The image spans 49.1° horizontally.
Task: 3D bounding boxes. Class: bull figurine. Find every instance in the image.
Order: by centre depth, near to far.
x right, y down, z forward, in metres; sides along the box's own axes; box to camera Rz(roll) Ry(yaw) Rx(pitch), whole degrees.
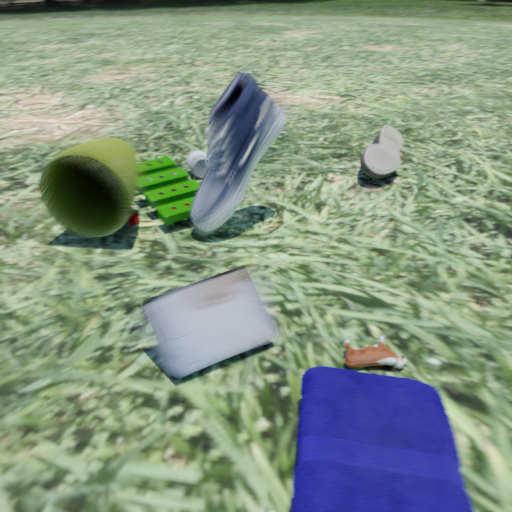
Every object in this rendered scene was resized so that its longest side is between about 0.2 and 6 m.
[{"bbox_3d":[1.514,1.262,7.197,0.807,0.263,0.490,-1,27,-4],"label":"bull figurine"}]

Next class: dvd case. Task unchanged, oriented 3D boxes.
[{"bbox_3d":[-0.583,0.822,7.243,1.494,0.131,1.066,-20,78,-26],"label":"dvd case"}]

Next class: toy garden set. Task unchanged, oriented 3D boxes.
[{"bbox_3d":[-2.233,-1.134,11.340,2.060,0.493,2.471,-19,38,-23],"label":"toy garden set"}]

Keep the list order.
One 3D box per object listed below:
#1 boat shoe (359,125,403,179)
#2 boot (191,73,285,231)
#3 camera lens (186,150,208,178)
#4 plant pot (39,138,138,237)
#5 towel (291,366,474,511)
[{"bbox_3d":[2.946,-2.322,13.427,0.873,0.744,2.612,35,39,1],"label":"boat shoe"},{"bbox_3d":[-0.603,-1.853,9.987,0.991,2.723,1.230,24,-8,39],"label":"boot"},{"bbox_3d":[-1.324,-2.145,13.113,0.525,0.525,0.657,-10,30,-17],"label":"camera lens"},{"bbox_3d":[-2.816,-1.456,10.238,1.599,1.599,1.709,3,33,6],"label":"plant pot"},{"bbox_3d":[1.188,2.061,5.538,1.658,0.556,2.245,9,29,2],"label":"towel"}]
